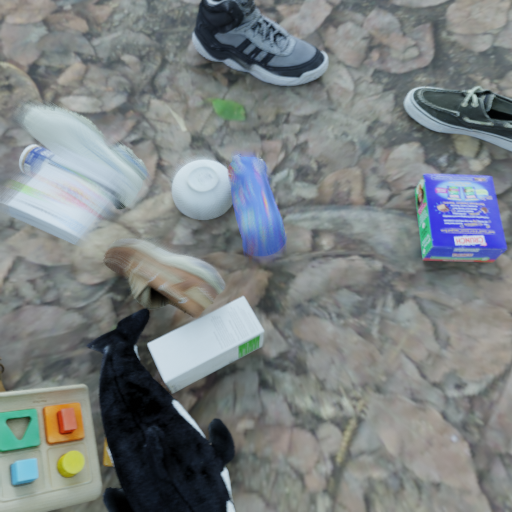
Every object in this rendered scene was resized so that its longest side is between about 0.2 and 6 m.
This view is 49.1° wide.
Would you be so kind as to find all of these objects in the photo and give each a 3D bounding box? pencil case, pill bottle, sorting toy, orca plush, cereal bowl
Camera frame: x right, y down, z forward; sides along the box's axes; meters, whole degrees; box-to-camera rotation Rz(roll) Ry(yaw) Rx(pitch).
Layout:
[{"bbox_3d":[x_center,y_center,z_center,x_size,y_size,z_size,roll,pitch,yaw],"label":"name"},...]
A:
[{"bbox_3d":[-0.003,-0.950,10.019,0.759,0.844,1.944,12,48,-31],"label":"pencil case"},{"bbox_3d":[-3.986,-1.688,10.960,1.123,0.623,0.623,25,66,12],"label":"pill bottle"},{"bbox_3d":[-2.979,2.706,7.928,2.987,0.407,1.682,3,65,-38],"label":"sorting toy"},{"bbox_3d":[-1.298,2.522,8.190,2.063,1.394,3.921,-8,64,-18],"label":"orca plush"},{"bbox_3d":[-1.030,-1.365,10.858,1.270,0.529,1.270,0,63,1],"label":"cereal bowl"}]

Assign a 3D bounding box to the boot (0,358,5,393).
[{"bbox_3d":[-4.480,1.895,8.847,3.646,1.342,1.376,29,56,16],"label":"boot"}]

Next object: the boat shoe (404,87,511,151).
[{"bbox_3d":[4.526,-3.019,11.478,2.859,0.910,1.011,19,64,9],"label":"boat shoe"}]

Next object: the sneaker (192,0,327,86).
[{"bbox_3d":[0.044,-4.815,11.898,3.151,1.793,1.189,20,65,10],"label":"sneaker"}]

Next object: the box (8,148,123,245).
[{"bbox_3d":[-2.806,-0.923,8.366,1.075,0.284,1.379,24,54,5],"label":"box"}]

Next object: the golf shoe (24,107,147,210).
[{"bbox_3d":[-2.916,-1.621,9.463,2.205,0.863,1.072,29,49,-25],"label":"golf shoe"}]

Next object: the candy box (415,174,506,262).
[{"bbox_3d":[3.770,-0.703,10.464,1.350,0.615,1.597,3,62,-1],"label":"candy box"}]

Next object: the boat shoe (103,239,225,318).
[{"bbox_3d":[-1.734,0.389,9.405,2.546,0.964,0.914,13,64,36],"label":"boat shoe"}]

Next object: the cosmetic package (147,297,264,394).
[{"bbox_3d":[-0.805,1.462,9.176,1.740,0.936,0.738,-27,70,-12],"label":"cosmetic package"}]
